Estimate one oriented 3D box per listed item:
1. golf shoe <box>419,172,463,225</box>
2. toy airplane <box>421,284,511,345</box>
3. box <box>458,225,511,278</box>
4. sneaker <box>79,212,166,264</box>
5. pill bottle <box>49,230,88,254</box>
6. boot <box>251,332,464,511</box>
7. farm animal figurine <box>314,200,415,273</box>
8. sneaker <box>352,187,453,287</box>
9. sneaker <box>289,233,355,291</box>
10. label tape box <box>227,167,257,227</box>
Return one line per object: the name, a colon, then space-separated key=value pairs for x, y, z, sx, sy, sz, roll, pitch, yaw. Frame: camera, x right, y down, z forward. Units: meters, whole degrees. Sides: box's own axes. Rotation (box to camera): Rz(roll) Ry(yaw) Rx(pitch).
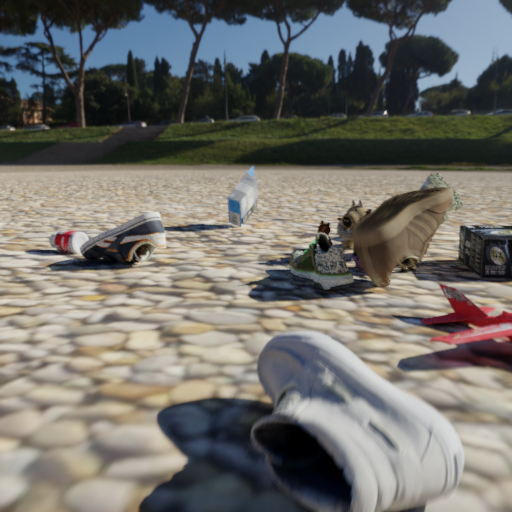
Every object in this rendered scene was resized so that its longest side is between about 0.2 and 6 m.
golf shoe: x=3.718 y=-1.056 z=12.462 sx=1.281 sy=1.031 sz=2.634 roll=-42 pitch=-9 yaw=35
toy airplane: x=2.529 y=0.699 z=5.824 sx=2.108 sy=0.388 sz=2.108 roll=-5 pitch=12 yaw=1
box: x=4.146 y=-0.101 z=9.248 sx=1.236 sy=0.650 sz=1.509 roll=1 pitch=11 yaw=7
sneaker: x=-2.317 y=-0.141 z=9.692 sx=1.732 sy=0.688 sz=0.679 roll=-22 pitch=-5 yaw=26
pill bottle: x=-3.614 y=-0.273 z=10.762 sx=0.748 sy=0.420 sz=0.420 roll=6 pitch=13 yaw=34
boot: x=0.320 y=0.976 z=3.593 sx=0.883 sy=0.680 sz=1.848 roll=0 pitch=10 yaw=-33
farm animal figurine: x=2.083 y=-0.461 z=9.929 sx=2.076 sy=1.082 sz=2.053 roll=9 pitch=14 yaw=33
sneaker: x=2.240 y=-0.351 z=8.445 sx=0.864 sy=0.926 sz=2.452 roll=2 pitch=22 yaw=46
sneaker: x=0.993 y=-0.002 z=8.492 sx=0.647 sy=0.746 sz=1.683 roll=-4 pitch=12 yaw=-20
label tape box: x=-0.233 y=-1.496 z=14.175 sx=0.425 sy=0.920 sz=1.285 roll=25 pitch=55 yaw=19
